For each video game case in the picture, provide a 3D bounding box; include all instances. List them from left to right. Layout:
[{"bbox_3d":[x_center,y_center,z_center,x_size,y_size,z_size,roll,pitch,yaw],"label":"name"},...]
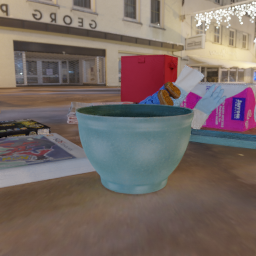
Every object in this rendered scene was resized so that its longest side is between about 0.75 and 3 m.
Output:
[{"bbox_3d":[-2.133,0.495,4.824,2.535,0.291,2.310,-6,12,-30],"label":"video game case"}]

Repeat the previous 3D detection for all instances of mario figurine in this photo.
[{"bbox_3d":[0.450,-0.309,5.867,0.965,0.828,1.563,-3,-16,-40],"label":"mario figurine"}]

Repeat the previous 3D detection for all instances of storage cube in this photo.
[{"bbox_3d":[1.282,-2.750,16.095,2.987,2.685,2.553,6,11,25],"label":"storage cube"}]

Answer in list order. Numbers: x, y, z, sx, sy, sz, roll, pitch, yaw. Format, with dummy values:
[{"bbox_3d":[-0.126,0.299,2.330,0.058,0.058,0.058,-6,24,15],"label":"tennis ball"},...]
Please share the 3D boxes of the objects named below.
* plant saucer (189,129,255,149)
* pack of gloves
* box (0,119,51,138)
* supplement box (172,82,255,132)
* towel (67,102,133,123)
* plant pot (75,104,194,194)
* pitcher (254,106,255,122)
[{"bbox_3d":[2.332,0.253,6.451,2.223,0.211,0.777,7,12,31],"label":"plant saucer"},{"bbox_3d":[1.650,-0.665,7.270,1.304,1.552,0.306,31,42,1],"label":"pack of gloves"},{"bbox_3d":[-2.767,0.089,6.734,1.419,0.348,1.144,-9,16,-43],"label":"box"},{"bbox_3d":[2.643,-0.771,8.901,2.636,1.334,1.363,8,13,39],"label":"supplement box"},{"bbox_3d":[-0.827,-0.662,10.608,2.795,0.472,2.926,-1,12,-9],"label":"towel"},{"bbox_3d":[0.094,0.260,3.935,1.598,1.071,1.598,0,11,0],"label":"plant pot"},{"bbox_3d":[4.306,-0.255,6.476,1.881,1.329,2.192,-4,19,-43],"label":"pitcher"}]
